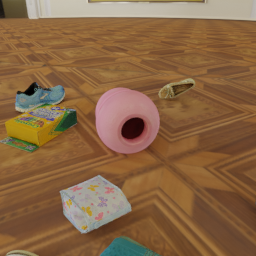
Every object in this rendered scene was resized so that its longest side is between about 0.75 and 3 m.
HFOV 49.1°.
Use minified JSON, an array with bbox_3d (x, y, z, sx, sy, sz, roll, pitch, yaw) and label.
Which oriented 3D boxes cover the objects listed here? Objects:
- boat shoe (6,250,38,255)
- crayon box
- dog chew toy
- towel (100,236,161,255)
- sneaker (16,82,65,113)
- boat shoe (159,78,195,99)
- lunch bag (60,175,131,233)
[{"bbox_3d":[-1.539,2.356,4.519,1.346,0.503,0.460,0,36,22],"label":"boat shoe"},{"bbox_3d":[-2.912,-0.104,9.223,1.406,0.577,2.236,14,31,25],"label":"crayon box"},{"bbox_3d":[-0.190,-0.418,8.704,1.832,1.832,2.942,-7,21,-13],"label":"dog chew toy"},{"bbox_3d":[-0.104,2.842,3.857,2.006,0.297,2.736,16,33,29],"label":"towel"},{"bbox_3d":[-3.448,-1.371,11.213,0.870,0.999,2.221,20,33,33],"label":"sneaker"},{"bbox_3d":[2.012,-1.625,11.668,1.596,0.585,0.500,-23,12,18],"label":"boat shoe"},{"bbox_3d":[-0.671,1.609,5.728,1.018,0.763,1.201,-19,23,-35],"label":"lunch bag"}]
